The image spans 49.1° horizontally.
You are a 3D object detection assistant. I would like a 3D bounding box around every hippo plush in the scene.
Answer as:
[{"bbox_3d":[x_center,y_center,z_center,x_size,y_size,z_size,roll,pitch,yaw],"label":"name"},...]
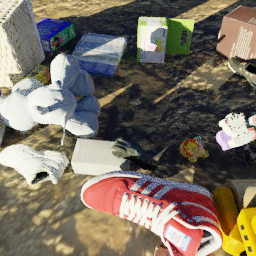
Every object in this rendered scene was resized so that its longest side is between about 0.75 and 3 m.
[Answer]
[{"bbox_3d":[-2.331,-0.458,8.142,2.352,2.330,2.925,-13,41,24],"label":"hippo plush"}]

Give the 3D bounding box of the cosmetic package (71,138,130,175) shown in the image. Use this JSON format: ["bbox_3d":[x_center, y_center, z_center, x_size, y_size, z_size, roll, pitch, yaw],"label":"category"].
[{"bbox_3d":[-0.670,0.799,7.415,1.481,0.668,0.791,8,52,3],"label":"cosmetic package"}]

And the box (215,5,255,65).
[{"bbox_3d":[4.925,-3.689,11.294,1.983,1.645,1.629,31,52,28],"label":"box"}]

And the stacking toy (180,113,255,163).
[{"bbox_3d":[3.025,-0.002,7.124,2.932,2.211,0.689,-17,79,-17],"label":"stacking toy"}]

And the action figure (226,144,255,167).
[{"bbox_3d":[3.527,0.492,7.693,1.531,0.781,0.910,-11,56,-13],"label":"action figure"}]

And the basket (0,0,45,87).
[{"bbox_3d":[-4.766,-3.094,10.001,2.628,2.651,2.132,3,47,4],"label":"basket"}]

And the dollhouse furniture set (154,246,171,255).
[{"bbox_3d":[0.751,2.989,5.566,0.587,0.453,1.174,4,25,14],"label":"dollhouse furniture set"}]

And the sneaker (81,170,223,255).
[{"bbox_3d":[0.459,1.794,5.727,2.986,1.064,1.680,6,23,-3],"label":"sneaker"}]

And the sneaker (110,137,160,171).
[{"bbox_3d":[0.227,0.618,6.911,1.296,0.489,0.514,25,53,2],"label":"sneaker"}]

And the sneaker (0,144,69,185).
[{"bbox_3d":[-2.540,0.998,7.229,1.856,0.723,0.922,6,48,7],"label":"sneaker"}]

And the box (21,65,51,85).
[{"bbox_3d":[-3.378,-1.601,9.951,0.387,0.581,1.544,16,46,15],"label":"box"}]

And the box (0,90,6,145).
[{"bbox_3d":[-4.722,-0.146,8.119,1.984,1.041,1.825,-5,44,-5],"label":"box"}]

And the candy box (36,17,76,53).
[{"bbox_3d":[-3.496,-4.144,12.425,1.550,0.706,1.833,18,48,19],"label":"candy box"}]

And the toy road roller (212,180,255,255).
[{"bbox_3d":[2.869,1.916,5.320,1.708,2.029,2.780,-1,45,-1],"label":"toy road roller"}]

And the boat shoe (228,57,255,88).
[{"bbox_3d":[4.543,-2.221,10.575,0.701,0.601,1.917,-16,45,-15],"label":"boat shoe"}]

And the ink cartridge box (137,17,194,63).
[{"bbox_3d":[1.462,-3.447,11.083,2.144,1.585,0.812,3,45,3],"label":"ink cartridge box"}]

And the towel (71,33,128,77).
[{"bbox_3d":[-1.246,-3.070,11.619,2.066,0.335,2.813,9,47,6],"label":"towel"}]
